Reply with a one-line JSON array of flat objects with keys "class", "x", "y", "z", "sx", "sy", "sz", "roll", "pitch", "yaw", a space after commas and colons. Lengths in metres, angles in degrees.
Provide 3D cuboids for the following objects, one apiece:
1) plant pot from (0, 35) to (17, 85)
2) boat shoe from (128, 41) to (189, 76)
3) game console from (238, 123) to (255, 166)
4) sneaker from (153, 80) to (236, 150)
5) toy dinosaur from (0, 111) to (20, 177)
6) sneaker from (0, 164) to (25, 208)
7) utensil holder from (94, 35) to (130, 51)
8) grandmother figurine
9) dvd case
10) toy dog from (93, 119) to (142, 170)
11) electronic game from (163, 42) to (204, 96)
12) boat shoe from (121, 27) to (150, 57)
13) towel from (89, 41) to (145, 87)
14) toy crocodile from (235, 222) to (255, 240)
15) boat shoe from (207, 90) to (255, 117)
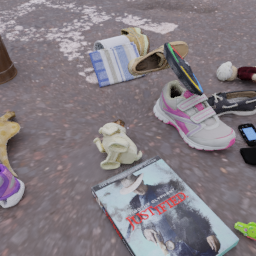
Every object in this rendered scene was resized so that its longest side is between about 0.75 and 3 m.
[{"class": "plant pot", "x": -5.394, "y": -2.769, "z": 10.864, "sx": 1.690, "sy": 1.673, "sz": 1.690, "roll": -1, "pitch": 42, "yaw": 1}, {"class": "boat shoe", "x": 1.025, "y": -2.091, "z": 8.583, "sx": 2.061, "sy": 0.734, "sz": 0.665, "roll": -26, "pitch": 17, "yaw": -9}, {"class": "game console", "x": 3.713, "y": 0.452, "z": 8.295, "sx": 1.005, "sy": 0.205, "sz": 1.704, "roll": -3, "pitch": 41, "yaw": -4}, {"class": "sneaker", "x": 1.933, "y": -0.454, "z": 8.477, "sx": 1.210, "sy": 1.312, "sz": 2.974, "roll": -30, "pitch": 49, "yaw": -30}, {"class": "toy dinosaur", "x": -3.850, "y": 0.230, "z": 8.103, "sx": 1.413, "sy": 0.813, "sz": 2.795, "roll": -9, "pitch": 42, "yaw": -13}, {"class": "sneaker", "x": -3.800, "y": 1.330, "z": 6.643, "sx": 2.427, "sy": 1.073, "sz": 0.976, "roll": -5, "pitch": 43, "yaw": -4}, {"class": "utensil holder", "x": -0.633, "y": -3.277, "z": 11.898, "sx": 1.294, "sy": 1.100, "sz": 1.100, "roll": -25, "pitch": 47, "yaw": -29}, {"class": "grandmother figurine", "x": 4.863, "y": -2.033, "z": 10.741, "sx": 2.809, "sy": 0.851, "sz": 1.703, "roll": 8, "pitch": 15, "yaw": 13}, {"class": "dvd case", "x": 0.719, "y": 1.992, "z": 6.456, "sx": 2.100, "sy": 0.317, "sz": 2.877, "roll": -22, "pitch": 45, "yaw": -23}, {"class": "toy dog", "x": -0.291, "y": 0.329, "z": 7.908, "sx": 1.329, "sy": 0.956, "sz": 1.371, "roll": 0, "pitch": 39, "yaw": -20}, {"class": "electronic game", "x": 1.498, "y": -1.575, "z": 7.496, "sx": 0.353, "sy": 1.697, "sz": 1.697, "roll": -35, "pitch": 36, "yaw": 23}, {"class": "boat shoe", "x": 0.188, "y": -3.788, "z": 12.480, "sx": 1.094, "sy": 1.029, "sz": 2.872, "roll": 6, "pitch": 30, "yaw": -15}, {"class": "towel", "x": -0.401, "y": -2.522, "z": 11.076, "sx": 2.031, "sy": 0.242, "sz": 1.492, "roll": -19, "pitch": 87, "yaw": -18}, {"class": "toy crocodile", "x": 2.910, "y": 2.332, "z": 6.065, "sx": 1.168, "sy": 0.361, "sz": 0.394, "roll": 14, "pitch": 3, "yaw": 17}, {"class": "boat shoe", "x": 3.196, "y": -0.863, "z": 9.373, "sx": 2.485, "sy": 0.750, "sz": 0.918, "roll": 0, "pitch": 41, "yaw": -1}]
